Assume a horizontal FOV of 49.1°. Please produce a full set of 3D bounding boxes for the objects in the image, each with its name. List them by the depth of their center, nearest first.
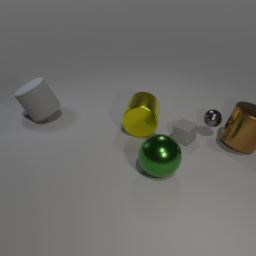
[{"bbox_3d":[1.038,0.891,9.076,1.400,1.400,1.400,0,32,0],"label":"ball"},{"bbox_3d":[4.343,-0.039,10.291,1.400,1.400,1.400,13,32,-8],"label":"cylinder"},{"bbox_3d":[3.286,-0.377,10.852,0.700,0.700,0.700,0,32,0],"label":"ball"},{"bbox_3d":[2.206,0.161,10.916,0.700,0.700,0.700,24,40,33],"label":"cube"},{"bbox_3d":[0.563,-0.572,11.436,1.400,1.400,1.400,5,32,8],"label":"cylinder"},{"bbox_3d":[-3.892,-1.233,12.113,1.400,1.400,1.400,-22,30,13],"label":"cylinder"}]
